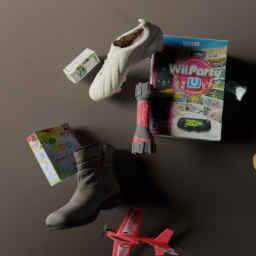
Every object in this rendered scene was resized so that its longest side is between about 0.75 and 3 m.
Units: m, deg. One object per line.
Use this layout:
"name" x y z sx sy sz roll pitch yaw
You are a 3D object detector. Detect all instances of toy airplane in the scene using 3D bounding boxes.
"toy airplane" 0.320 3.051 7.723 2.208 0.406 2.208 1 112 3

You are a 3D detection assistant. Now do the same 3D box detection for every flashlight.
"flashlight" 0.434 -0.243 7.179 0.623 0.625 1.840 -1 82 26

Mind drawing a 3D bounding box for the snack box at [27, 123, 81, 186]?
"snack box" -1.862 0.680 7.688 0.488 1.217 1.443 -33 84 36

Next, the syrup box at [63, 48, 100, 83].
"syrup box" -1.349 -1.816 8.175 0.409 0.395 1.004 33 74 35

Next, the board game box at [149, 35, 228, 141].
"board game box" 1.605 -1.093 7.981 2.040 0.889 2.765 5 86 1

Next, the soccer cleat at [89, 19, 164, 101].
"soccer cleat" -0.255 -1.782 7.485 2.720 1.055 0.943 -39 52 26

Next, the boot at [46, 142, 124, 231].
"boot" -1.164 1.357 7.086 0.964 2.762 1.818 -13 87 25

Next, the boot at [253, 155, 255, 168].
"boot" 3.901 0.865 7.837 0.378 0.794 1.026 -6 102 -7

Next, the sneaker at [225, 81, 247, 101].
"sneaker" 3.032 -1.080 7.958 0.583 0.892 0.355 30 114 12
